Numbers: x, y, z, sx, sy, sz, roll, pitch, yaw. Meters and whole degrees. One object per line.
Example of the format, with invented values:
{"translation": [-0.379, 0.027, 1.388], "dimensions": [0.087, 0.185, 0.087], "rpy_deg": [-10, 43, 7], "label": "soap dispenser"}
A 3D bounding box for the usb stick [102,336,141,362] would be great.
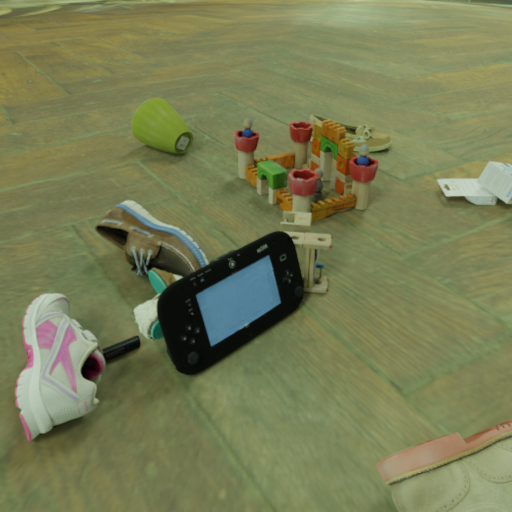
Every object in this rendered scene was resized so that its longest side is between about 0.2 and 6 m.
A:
{"translation": [-2.248, 1.513, 8.939], "dimensions": [0.863, 0.239, 0.141], "rpy_deg": [-21, 39, -29], "label": "usb stick"}

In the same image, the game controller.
{"translation": [-0.320, 0.685, 9.078], "dimensions": [2.902, 1.514, 0.611], "rpy_deg": [-29, 32, -37], "label": "game controller"}

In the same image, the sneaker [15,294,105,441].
{"translation": [-2.817, 1.517, 8.318], "dimensions": [1.120, 1.033, 2.538], "rpy_deg": [-7, 41, -13], "label": "sneaker"}

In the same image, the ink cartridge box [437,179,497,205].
{"translation": [5.189, -1.581, 13.882], "dimensions": [1.225, 0.307, 0.993], "rpy_deg": [-2, 32, 3], "label": "ink cartridge box"}

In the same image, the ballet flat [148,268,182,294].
{"translation": [-1.348, 0.688, 9.955], "dimensions": [0.588, 0.552, 1.626], "rpy_deg": [-21, 40, -24], "label": "ballet flat"}

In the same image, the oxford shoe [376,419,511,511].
{"translation": [2.898, 2.633, 6.727], "dimensions": [2.977, 1.054, 1.099], "rpy_deg": [-8, 61, -18], "label": "oxford shoe"}

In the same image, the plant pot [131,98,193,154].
{"translation": [-2.587, -3.614, 16.305], "dimensions": [1.522, 1.424, 1.424], "rpy_deg": [37, 46, 27], "label": "plant pot"}

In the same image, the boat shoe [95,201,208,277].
{"translation": [-2.043, -0.084, 10.800], "dimensions": [2.770, 1.001, 1.003], "rpy_deg": [30, 49, 33], "label": "boat shoe"}

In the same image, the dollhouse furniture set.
{"translation": [0.939, -0.099, 10.831], "dimensions": [1.005, 1.011, 1.434], "rpy_deg": [5, 28, 6], "label": "dollhouse furniture set"}

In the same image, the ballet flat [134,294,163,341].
{"translation": [-1.074, 0.675, 9.149], "dimensions": [2.077, 0.745, 0.745], "rpy_deg": [-22, 38, -36], "label": "ballet flat"}

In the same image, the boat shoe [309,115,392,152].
{"translation": [2.791, -3.686, 16.748], "dimensions": [2.530, 0.796, 0.923], "rpy_deg": [14, 35, 21], "label": "boat shoe"}

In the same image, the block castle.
{"translation": [1.151, -2.336, 13.780], "dimensions": [2.351, 1.651, 3.518], "rpy_deg": [-14, 34, -22], "label": "block castle"}

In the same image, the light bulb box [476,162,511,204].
{"translation": [6.052, -1.746, 13.459], "dimensions": [0.961, 0.605, 0.969], "rpy_deg": [-3, 39, -38], "label": "light bulb box"}
